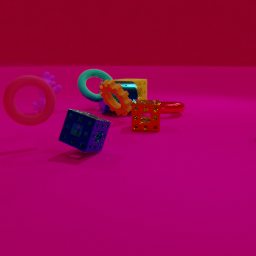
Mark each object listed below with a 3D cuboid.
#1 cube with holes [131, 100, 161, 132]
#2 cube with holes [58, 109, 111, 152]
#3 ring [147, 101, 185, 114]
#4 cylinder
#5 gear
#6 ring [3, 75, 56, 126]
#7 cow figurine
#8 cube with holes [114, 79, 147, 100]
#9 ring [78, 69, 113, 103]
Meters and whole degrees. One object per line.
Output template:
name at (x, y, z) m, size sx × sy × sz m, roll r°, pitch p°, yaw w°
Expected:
cube with holes at (0.537, -0.382, 8.411) m, size 0.821 × 0.821 × 0.821 m, roll 1°, pitch 14°, yaw 4°
cube with holes at (-0.931, 0.063, 6.120) m, size 0.716 × 0.716 × 0.716 m, roll 21°, pitch 5°, yaw 22°
ring at (1.263, -0.796, 10.768) m, size 1.842 × 0.368 × 1.842 m, roll -1°, pitch 9°, yaw 0°
cylinder at (-0.400, -1.171, 10.661) m, size 1.229 × 1.229 × 1.229 m, roll -2°, pitch 14°, yaw -19°
gear at (-0.413, -0.990, 9.292) m, size 0.239 × 1.293 × 1.293 m, roll -43°, pitch 35°, yaw -26°
ring at (-2.222, -0.617, 6.384) m, size 1.154 × 1.154 × 0.231 m, roll -8°, pitch 13°, yaw -29°
cow figurine at (-3.206, -1.318, 10.752) m, size 1.344 × 1.322 × 0.738 m, roll 52°, pitch 9°, yaw 28°
cube with holes at (0.065, -1.600, 12.645) m, size 1.142 × 1.142 × 1.142 m, roll 9°, pitch 16°, yaw 37°
ring at (-1.278, -1.739, 11.494) m, size 1.584 × 1.584 × 0.317 m, roll -6°, pitch -24°, yaw -25°
